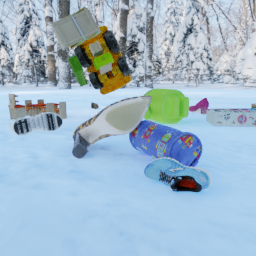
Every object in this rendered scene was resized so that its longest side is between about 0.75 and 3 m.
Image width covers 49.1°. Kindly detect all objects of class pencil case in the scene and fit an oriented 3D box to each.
[{"bbox_3d":[0.826,0.390,6.690,1.003,0.901,2.309,43,-7,-21],"label":"pencil case"}]

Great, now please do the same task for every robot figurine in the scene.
[{"bbox_3d":[1.623,-1.036,12.837,2.318,1.528,2.642,-7,12,-31],"label":"robot figurine"}]

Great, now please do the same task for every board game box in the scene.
[{"bbox_3d":[4.606,-0.480,12.239,2.023,0.650,1.493,1,11,2],"label":"board game box"}]

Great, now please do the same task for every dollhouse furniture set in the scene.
[{"bbox_3d":[-1.700,-3.107,10.753,1.567,2.392,1.200,-26,-11,-6],"label":"dollhouse furniture set"},{"bbox_3d":[-4.589,-1.119,13.986,2.426,1.263,2.453,-9,14,-42],"label":"dollhouse furniture set"}]

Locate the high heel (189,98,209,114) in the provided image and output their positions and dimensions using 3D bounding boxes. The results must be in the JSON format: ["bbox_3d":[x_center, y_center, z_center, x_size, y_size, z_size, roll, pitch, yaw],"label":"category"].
[{"bbox_3d":[4.056,-1.359,16.271,0.654,0.932,1.942,-2,10,-11],"label":"high heel"}]

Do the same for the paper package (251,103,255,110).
[{"bbox_3d":[6.745,-0.707,12.867,1.575,0.855,1.653,-8,14,-40],"label":"paper package"}]

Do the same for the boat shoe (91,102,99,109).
[{"bbox_3d":[-2.198,-1.460,18.580,0.366,0.388,1.078,0,19,-21],"label":"boat shoe"}]

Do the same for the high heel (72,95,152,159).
[{"bbox_3d":[-0.517,-0.256,7.754,2.502,0.893,1.783,-36,16,3],"label":"high heel"}]

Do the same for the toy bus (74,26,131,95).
[{"bbox_3d":[-1.187,-3.394,13.633,1.947,2.869,2.754,-26,21,7],"label":"toy bus"}]

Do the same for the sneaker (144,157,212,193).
[{"bbox_3d":[0.843,0.877,5.118,1.268,0.497,0.570,6,15,31],"label":"sneaker"}]

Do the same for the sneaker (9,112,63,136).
[{"bbox_3d":[-3.422,-0.172,10.467,2.017,0.758,0.818,-8,5,-42],"label":"sneaker"}]
